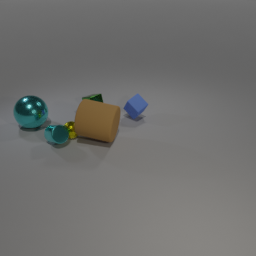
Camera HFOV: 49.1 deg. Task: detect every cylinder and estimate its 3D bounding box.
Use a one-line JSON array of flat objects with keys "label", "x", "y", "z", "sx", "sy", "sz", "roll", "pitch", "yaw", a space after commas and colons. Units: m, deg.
[{"label": "cylinder", "x": -1.130, "y": -0.280, "z": 10.620, "sx": 1.400, "sy": 1.400, "sz": 1.400, "roll": 13, "pitch": 30, "yaw": 8}, {"label": "cylinder", "x": -2.702, "y": 0.224, "z": 10.581, "sx": 0.700, "sy": 0.700, "sz": 0.700, "roll": -23, "pitch": 16, "yaw": -36}]

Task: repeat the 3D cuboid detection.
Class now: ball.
[{"label": "ball", "x": -4.066, "y": -0.671, "z": 11.762, "sx": 1.400, "sy": 1.400, "sz": 1.400, "roll": 0, "pitch": 29, "yaw": 0}, {"label": "ball", "x": -2.255, "y": 0.077, "z": 11.136, "sx": 0.700, "sy": 0.700, "sz": 0.700, "roll": 0, "pitch": 29, "yaw": 0}]

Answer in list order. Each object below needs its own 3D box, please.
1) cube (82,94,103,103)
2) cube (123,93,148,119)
[{"label": "cube", "x": -1.652, "y": -1.204, "z": 13.311, "sx": 0.700, "sy": 0.700, "sz": 0.700, "roll": -25, "pitch": 19, "yaw": -37}, {"label": "cube", "x": 0.344, "y": -0.962, "z": 12.463, "sx": 0.700, "sy": 0.700, "sz": 0.700, "roll": 47, "pitch": 61, "yaw": 7}]
